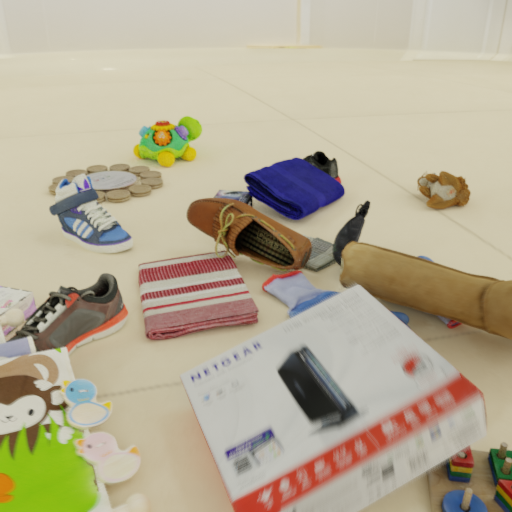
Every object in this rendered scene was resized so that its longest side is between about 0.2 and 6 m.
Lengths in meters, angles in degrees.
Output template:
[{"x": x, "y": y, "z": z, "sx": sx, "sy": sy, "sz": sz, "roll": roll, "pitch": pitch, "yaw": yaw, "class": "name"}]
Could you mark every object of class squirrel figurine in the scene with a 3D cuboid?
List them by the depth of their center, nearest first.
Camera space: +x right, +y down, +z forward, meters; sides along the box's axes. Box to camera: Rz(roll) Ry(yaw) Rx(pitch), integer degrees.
[{"x": 4.671, "y": -1.661, "z": 14.042, "sx": 1.289, "sy": 0.912, "sz": 1.203, "roll": 10, "pitch": 14, "yaw": -13, "class": "squirrel figurine"}]

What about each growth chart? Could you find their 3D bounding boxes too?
[{"x": -3.145, "y": 1.989, "z": 6.386, "sx": 2.841, "sy": 0.348, "sz": 3.926, "roll": -20, "pitch": 43, "yaw": -32, "class": "growth chart"}]

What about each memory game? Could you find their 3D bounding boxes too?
[{"x": -4.031, "y": -1.995, "z": 15.232, "sx": 3.054, "sy": 0.195, "sz": 3.054, "roll": 0, "pitch": 26, "yaw": 0, "class": "memory game"}]

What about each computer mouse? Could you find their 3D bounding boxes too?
[{"x": 1.735, "y": -0.330, "z": 10.629, "sx": 0.424, "sy": 1.114, "sz": 1.609, "roll": 19, "pitch": 34, "yaw": 9, "class": "computer mouse"}]

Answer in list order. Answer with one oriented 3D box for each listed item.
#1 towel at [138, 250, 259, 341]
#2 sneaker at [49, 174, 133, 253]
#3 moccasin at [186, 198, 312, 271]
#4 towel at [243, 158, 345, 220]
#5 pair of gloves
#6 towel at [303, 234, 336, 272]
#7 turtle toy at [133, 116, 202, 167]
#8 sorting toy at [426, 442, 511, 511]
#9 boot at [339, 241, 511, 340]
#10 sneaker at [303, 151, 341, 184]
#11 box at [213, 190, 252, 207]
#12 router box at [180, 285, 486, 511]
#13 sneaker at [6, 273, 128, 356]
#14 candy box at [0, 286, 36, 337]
[{"x": -1.111, "y": 0.619, "z": 9.842, "sx": 1.820, "sy": 0.287, "sz": 2.527, "roll": -8, "pitch": 26, "yaw": -12, "class": "towel"}, {"x": -3.442, "y": -0.945, "z": 11.662, "sx": 1.970, "sy": 1.442, "sz": 0.794, "roll": 17, "pitch": 31, "yaw": 30, "class": "sneaker"}, {"x": -0.253, "y": -0.391, "z": 10.697, "sx": 2.623, "sy": 0.959, "sz": 1.013, "roll": 31, "pitch": 22, "yaw": 19, "class": "moccasin"}, {"x": 0.967, "y": -1.635, "z": 13.729, "sx": 1.785, "sy": 0.599, "sz": 2.417, "roll": 36, "pitch": 35, "yaw": 18, "class": "towel"}, {"x": 2.011, "y": 0.647, "z": 9.637, "sx": 3.519, "sy": 0.401, "sz": 2.829, "roll": -17, "pitch": 31, "yaw": -29, "class": "pair of gloves"}, {"x": 1.141, "y": -0.094, "z": 11.349, "sx": 1.129, "sy": 0.202, "sz": 1.172, "roll": 22, "pitch": 33, "yaw": 38, "class": "towel"}, {"x": -2.658, "y": -3.631, "z": 17.412, "sx": 1.718, "sy": 1.191, "sz": 2.357, "roll": 22, "pitch": 34, "yaw": 38, "class": "turtle toy"}, {"x": 2.585, "y": 2.453, "z": 5.899, "sx": 2.606, "sy": 0.441, "sz": 1.256, "roll": 5, "pitch": 27, "yaw": 9, "class": "sorting toy"}, {"x": 2.683, "y": 0.483, "z": 8.113, "sx": 3.111, "sy": 1.029, "sz": 2.725, "roll": 18, "pitch": -10, "yaw": 21, "class": "boot"}, {"x": 1.459, "y": -2.445, "z": 15.299, "sx": 1.955, "sy": 0.955, "sz": 0.691, "roll": 19, "pitch": 34, "yaw": 37, "class": "sneaker"}, {"x": -0.571, "y": -1.183, "z": 13.210, "sx": 0.839, "sy": 0.522, "sz": 0.846, "roll": 4, "pitch": 26, "yaw": 10, "class": "box"}, {"x": 0.709, "y": 1.676, "z": 6.387, "sx": 2.675, "sy": 0.653, "sz": 2.400, "roll": -26, "pitch": 32, "yaw": -11, "class": "router box"}, {"x": -3.024, "y": 0.951, "z": 8.275, "sx": 0.966, "sy": 1.026, "sz": 2.506, "roll": 16, "pitch": 31, "yaw": 30, "class": "sneaker"}, {"x": -4.375, "y": 0.892, "z": 9.091, "sx": 1.171, "sy": 0.419, "sz": 0.982, "roll": 8, "pitch": 27, "yaw": 18, "class": "candy box"}]
